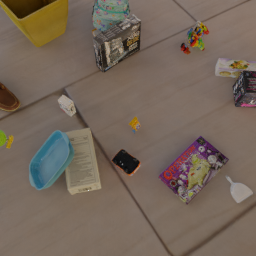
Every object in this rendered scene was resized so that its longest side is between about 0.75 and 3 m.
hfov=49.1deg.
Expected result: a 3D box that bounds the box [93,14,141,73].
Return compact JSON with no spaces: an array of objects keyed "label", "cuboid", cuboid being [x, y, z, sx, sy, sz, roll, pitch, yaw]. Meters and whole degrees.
[{"label":"box","cuboid":[-0.430,-3.638,12.158,2.201,1.736,0.548,-36,68,-18]}]

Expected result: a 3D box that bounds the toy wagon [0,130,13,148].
[{"label":"toy wagon","cuboid":[-4.241,0.222,7.596,0.418,2.110,1.637,38,111,45]}]

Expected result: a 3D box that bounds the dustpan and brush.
[{"label":"dustpan and brush","cuboid":[3.855,2.095,10.000,0.701,0.287,1.004,-29,73,-13]}]

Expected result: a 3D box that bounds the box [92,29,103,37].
[{"label":"box","cuboid":[-1.086,-4.342,13.351,0.773,0.269,1.298,-28,66,-14]}]

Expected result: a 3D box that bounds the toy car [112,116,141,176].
[{"label":"toy car","cuboid":[0.296,0.747,10.391,1.102,0.748,2.247,13,63,30]}]

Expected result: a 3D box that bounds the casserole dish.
[{"label":"casserole dish","cuboid":[-2.640,1.145,9.793,2.311,0.448,1.400,-48,52,15]}]

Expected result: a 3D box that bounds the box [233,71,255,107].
[{"label":"box","cuboid":[5.390,-1.516,11.321,1.858,1.228,1.066,2,66,1]}]

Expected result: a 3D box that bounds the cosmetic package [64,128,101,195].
[{"label":"cosmetic package","cuboid":[-1.713,1.178,10.152,1.147,0.775,2.181,-10,63,-5]}]

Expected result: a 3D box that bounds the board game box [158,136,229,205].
[{"label":"board game box","cuboid":[2.417,1.487,10.267,2.331,0.376,1.399,-41,65,-19]}]

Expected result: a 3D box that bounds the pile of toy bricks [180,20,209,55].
[{"label":"pile of toy bricks","cuboid":[3.189,-3.974,12.910,0.965,1.084,1.954,36,47,-13]}]

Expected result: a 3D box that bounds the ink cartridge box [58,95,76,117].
[{"label":"ink cartridge box","cuboid":[-2.446,-0.888,11.243,0.572,0.780,0.323,34,67,16]}]

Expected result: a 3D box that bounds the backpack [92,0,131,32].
[{"label":"backpack","cuboid":[-0.777,-5.393,13.080,1.783,1.512,2.009,7,57,-7]}]

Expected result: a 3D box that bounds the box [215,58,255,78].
[{"label":"box","cuboid":[5.346,-2.514,12.204,2.950,0.611,0.571,7,63,3]}]

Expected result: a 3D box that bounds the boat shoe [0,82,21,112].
[{"label":"boat shoe","cuboid":[-5.447,-1.504,11.560,2.342,0.791,0.843,35,68,17]}]

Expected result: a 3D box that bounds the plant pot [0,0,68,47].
[{"label":"plant pot","cuboid":[-4.170,-5.235,12.771,2.419,2.134,2.419,-37,69,-18]}]
